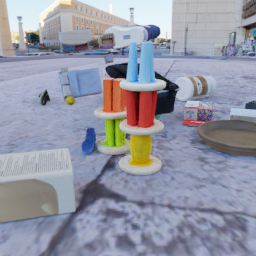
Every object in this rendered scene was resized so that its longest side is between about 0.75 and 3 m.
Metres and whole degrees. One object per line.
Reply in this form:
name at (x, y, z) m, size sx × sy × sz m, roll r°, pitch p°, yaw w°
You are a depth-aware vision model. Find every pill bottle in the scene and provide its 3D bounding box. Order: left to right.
pill bottle at (3.400, -2.024, 13.949) m, size 2.062 × 1.179 × 1.179 m, roll -13°, pitch 22°, yaw -33°

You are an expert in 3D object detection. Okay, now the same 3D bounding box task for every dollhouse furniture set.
dollhouse furniture set at (-1.010, -1.567, 7.450) m, size 1.663 × 1.762 × 1.149 m, roll -9°, pitch 6°, yaw -11°

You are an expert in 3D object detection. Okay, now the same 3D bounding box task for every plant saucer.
plant saucer at (3.343, 0.261, 8.306) m, size 2.535 × 0.373 × 2.535 m, roll -1°, pitch 18°, yaw 0°

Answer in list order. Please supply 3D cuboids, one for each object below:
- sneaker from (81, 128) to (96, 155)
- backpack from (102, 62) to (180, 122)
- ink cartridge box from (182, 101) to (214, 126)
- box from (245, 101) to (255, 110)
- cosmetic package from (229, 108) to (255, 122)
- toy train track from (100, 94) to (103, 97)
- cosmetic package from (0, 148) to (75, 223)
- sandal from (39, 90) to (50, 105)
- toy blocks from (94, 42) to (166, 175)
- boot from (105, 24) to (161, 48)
sneaker at (-1.072, 0.444, 7.858) m, size 0.359 × 0.398 × 1.022 m, roll 2°, pitch 39°, yaw 4°
backpack at (0.257, -1.293, 10.068) m, size 2.306 × 1.956 × 2.598 m, roll -13°, pitch 45°, yaw -32°
ink cartridge box at (2.689, -0.584, 10.629) m, size 1.094 × 0.506 × 2.008 m, roll 5°, pitch 18°, yaw 16°
box at (5.457, -0.783, 11.380) m, size 0.777 × 0.434 × 1.101 m, roll -12°, pitch 22°, yaw -40°
cosmetic package at (3.876, -0.352, 9.492) m, size 0.810 × 0.277 × 1.074 m, roll 5°, pitch -15°, yaw 18°
toy train track at (-1.186, -1.682, 13.859) m, size 1.560 × 0.442 × 2.719 m, roll 40°, pitch 9°, yaw -4°
cosmetic package at (-2.192, 1.051, 5.126) m, size 2.332 × 0.829 × 1.227 m, roll -4°, pitch 19°, yaw -13°
sandal at (-4.037, -1.449, 13.286) m, size 0.417 × 0.580 × 1.460 m, roll -13°, pitch 18°, yaw 4°
toy blocks at (-0.037, -0.628, 6.927) m, size 1.056 × 2.907 × 2.423 m, roll -10°, pitch 21°, yaw -29°
boot at (0.162, -3.825, 11.600) m, size 1.101 × 0.887 × 2.438 m, roll -26°, pitch 31°, yaw -36°
